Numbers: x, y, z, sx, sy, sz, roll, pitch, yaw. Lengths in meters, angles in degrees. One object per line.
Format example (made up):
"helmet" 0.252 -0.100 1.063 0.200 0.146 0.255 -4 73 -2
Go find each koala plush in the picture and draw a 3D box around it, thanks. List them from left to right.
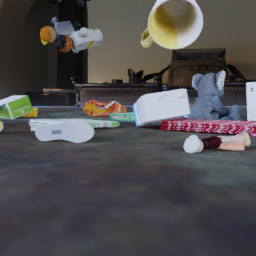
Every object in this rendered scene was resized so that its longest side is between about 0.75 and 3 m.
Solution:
"koala plush" 2.985 -1.121 10.149 1.723 1.874 1.662 -4 8 -30

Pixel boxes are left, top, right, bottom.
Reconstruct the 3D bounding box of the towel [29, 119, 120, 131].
"towel" -1.449 -0.062 7.876 1.572 0.323 2.107 6 6 35

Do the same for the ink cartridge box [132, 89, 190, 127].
"ink cartridge box" 0.879 -0.529 7.925 1.225 0.707 1.688 -10 -3 -7

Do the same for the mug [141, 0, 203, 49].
"mug" 1.182 -3.298 8.160 1.840 1.473 1.510 -5 44 13

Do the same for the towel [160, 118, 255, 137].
"towel" 2.301 -0.050 7.436 2.471 0.278 1.787 4 7 35

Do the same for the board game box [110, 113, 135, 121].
"board game box" 0.367 -0.515 12.202 1.949 0.284 1.312 -4 7 -38

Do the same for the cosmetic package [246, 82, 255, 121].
"cosmetic package" 4.798 -0.739 8.420 1.627 1.170 2.883 -1 0 41

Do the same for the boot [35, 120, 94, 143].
"boot" -1.186 0.020 5.654 1.255 0.462 0.600 1 12 17

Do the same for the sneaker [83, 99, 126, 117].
"sneaker" -1.257 -0.882 14.295 2.521 0.920 0.972 9 -11 34

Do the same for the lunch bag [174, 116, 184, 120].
"lunch bag" 1.583 -0.542 11.326 1.124 0.530 1.402 -1 4 -30

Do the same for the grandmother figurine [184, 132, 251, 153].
"grandmother figurine" 1.386 0.239 4.424 1.070 0.324 0.649 -5 -18 -16

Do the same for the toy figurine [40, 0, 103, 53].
"toy figurine" -1.726 -3.092 7.545 1.425 2.017 2.049 -20 40 -28

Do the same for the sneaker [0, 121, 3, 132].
"sneaker" -3.489 -0.104 6.403 0.571 0.579 1.515 1 5 22

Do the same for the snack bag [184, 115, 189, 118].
"snack bag" 3.829 -0.609 13.445 2.219 0.237 2.092 -2 6 -26

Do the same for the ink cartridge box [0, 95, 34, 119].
"ink cartridge box" -5.617 -0.765 12.547 1.559 0.799 2.109 6 29 46

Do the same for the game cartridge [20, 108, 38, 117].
"game cartridge" -6.084 -0.818 14.990 2.369 0.436 2.688 -2 8 -16
